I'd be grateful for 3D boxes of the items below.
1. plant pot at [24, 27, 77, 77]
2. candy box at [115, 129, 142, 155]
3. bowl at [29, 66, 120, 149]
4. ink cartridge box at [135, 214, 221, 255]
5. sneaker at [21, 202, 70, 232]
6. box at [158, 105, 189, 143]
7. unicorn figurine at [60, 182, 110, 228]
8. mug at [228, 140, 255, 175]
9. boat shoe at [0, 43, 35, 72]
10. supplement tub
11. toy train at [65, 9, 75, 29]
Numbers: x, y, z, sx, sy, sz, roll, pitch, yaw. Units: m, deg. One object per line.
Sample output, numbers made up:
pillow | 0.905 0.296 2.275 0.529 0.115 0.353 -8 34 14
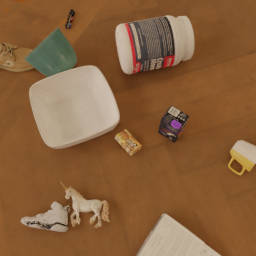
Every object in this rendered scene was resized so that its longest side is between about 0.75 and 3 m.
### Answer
plant pot | -2.950 -2.844 11.255 1.467 1.828 1.828 47 70 -24
candy box | 0.008 0.531 10.561 0.534 0.256 0.925 -31 69 -35
bowl | -1.986 -0.724 10.729 2.966 1.107 2.962 -21 68 -8
ink cartridge box | 1.607 4.246 8.984 2.383 0.597 1.933 37 71 5
sneaker | -2.736 2.944 9.451 1.563 0.587 0.898 9 66 -2
box | 1.659 -0.122 10.355 0.795 1.300 0.690 34 71 13
unicorn figurine | -1.531 2.696 9.561 1.839 0.679 1.263 12 54 -11
mug | 4.195 1.001 10.132 0.944 0.921 1.150 37 65 23
boat shoe | -5.109 -3.037 11.809 2.875 0.927 1.024 -1 67 0
supplement tub | 1.033 -3.397 11.374 2.835 1.989 1.989 -12 67 -5
toy train | -2.702 -5.081 13.102 0.269 0.200 1.175 13 66 -8
